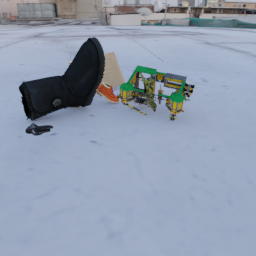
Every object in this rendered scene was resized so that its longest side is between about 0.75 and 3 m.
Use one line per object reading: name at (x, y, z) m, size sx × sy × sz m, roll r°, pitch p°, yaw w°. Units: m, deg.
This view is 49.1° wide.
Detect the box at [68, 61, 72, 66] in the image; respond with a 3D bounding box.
box at (-2.145, -2.098, 11.824) m, size 0.576 × 1.530 × 0.383 m, roll -11°, pitch -15°, yaw -9°

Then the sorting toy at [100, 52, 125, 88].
sorting toy at (-1.087, -2.455, 12.409) m, size 1.662 × 1.538 × 0.303 m, roll -20°, pitch 2°, yaw -23°

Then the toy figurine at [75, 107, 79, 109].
toy figurine at (-2.046, -1.180, 11.026) m, size 0.653 × 0.742 × 1.238 m, roll 26°, pitch 62°, yaw -10°

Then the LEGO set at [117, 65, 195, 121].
LEGO set at (0.942, -1.012, 9.881) m, size 2.565 × 1.486 × 1.973 m, roll 8°, pitch 46°, yaw 8°

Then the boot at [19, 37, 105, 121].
boot at (-2.156, -1.477, 9.017) m, size 2.433 × 2.895 × 1.106 m, roll -19°, pitch 62°, yaw -33°

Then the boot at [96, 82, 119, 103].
boot at (-0.682, -1.362, 10.833) m, size 1.058 × 0.567 × 0.397 m, roll 29°, pitch 31°, yaw -27°

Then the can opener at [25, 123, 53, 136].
can opener at (-2.329, 0.055, 7.399) m, size 0.303 × 0.376 × 0.956 m, roll -36°, pitch -8°, yaw 15°
